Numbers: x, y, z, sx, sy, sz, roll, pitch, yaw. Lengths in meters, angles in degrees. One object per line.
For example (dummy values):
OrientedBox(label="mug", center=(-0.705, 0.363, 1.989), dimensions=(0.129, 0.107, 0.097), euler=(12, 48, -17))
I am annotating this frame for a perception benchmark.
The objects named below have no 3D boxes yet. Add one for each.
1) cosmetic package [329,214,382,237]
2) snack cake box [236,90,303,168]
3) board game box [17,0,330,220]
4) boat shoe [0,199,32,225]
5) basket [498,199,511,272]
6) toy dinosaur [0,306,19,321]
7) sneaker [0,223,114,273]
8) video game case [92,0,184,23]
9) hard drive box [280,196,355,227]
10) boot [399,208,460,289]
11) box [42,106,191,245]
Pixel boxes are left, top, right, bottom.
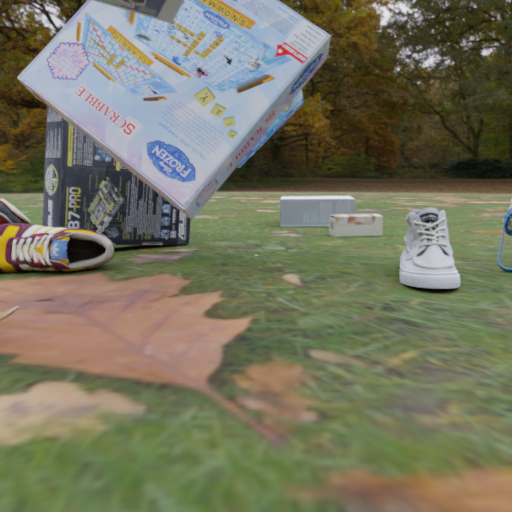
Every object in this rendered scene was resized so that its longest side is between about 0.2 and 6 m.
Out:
OrientedBox(label="cosmetic package", center=(2.463, -0.759, 13.898), dimensions=(1.205, 0.526, 0.623), euler=(-1, 8, -9))
OrientedBox(label="snack cake box", center=(-0.133, -2.666, 9.302), dimensions=(0.787, 1.347, 2.343), euler=(14, 46, 28))
OrientedBox(label="board game box", center=(-1.109, -2.594, 7.729), dimensions=(3.053, 3.046, 0.628), euler=(39, -6, 10))
OrientedBox(label="boat shoe", center=(-6.540, -0.925, 14.244), dimensions=(2.617, 0.931, 0.819), euler=(13, 57, 47))
OrientedBox(label="basket", center=(4.546, -0.464, 8.635), dimensions=(1.396, 1.583, 1.101), euler=(6, -22, 24))
OrientedBox(label="toy dinosaur", center=(-2.876, 0.619, 5.090), dimensions=(1.791, 0.521, 0.905), euler=(-8, 24, -2))
OrientedBox(label="sneaker", center=(-3.270, -0.128, 8.575), dimensions=(2.126, 0.797, 0.958), euler=(-5, 3, -25))
OrientedBox(label="video game case", center=(-1.253, -3.138, 5.674), dimensions=(1.572, 0.181, 1.432), euler=(1, -30, -37))
OrientedBox(label="hard drive box", center=(1.815, -1.364, 16.953), dimensions=(2.189, 0.841, 1.706), euler=(1, 8, 4))
OrientedBox(label="boot", center=(2.425, -0.173, 8.048), dimensions=(0.793, 1.031, 2.157), euler=(1, 8, 6))
OrientedBox(label="box", center=(-2.603, -2.020, 11.121), dimensions=(2.931, 3.637, 0.893), euler=(-3, 10, -43))
